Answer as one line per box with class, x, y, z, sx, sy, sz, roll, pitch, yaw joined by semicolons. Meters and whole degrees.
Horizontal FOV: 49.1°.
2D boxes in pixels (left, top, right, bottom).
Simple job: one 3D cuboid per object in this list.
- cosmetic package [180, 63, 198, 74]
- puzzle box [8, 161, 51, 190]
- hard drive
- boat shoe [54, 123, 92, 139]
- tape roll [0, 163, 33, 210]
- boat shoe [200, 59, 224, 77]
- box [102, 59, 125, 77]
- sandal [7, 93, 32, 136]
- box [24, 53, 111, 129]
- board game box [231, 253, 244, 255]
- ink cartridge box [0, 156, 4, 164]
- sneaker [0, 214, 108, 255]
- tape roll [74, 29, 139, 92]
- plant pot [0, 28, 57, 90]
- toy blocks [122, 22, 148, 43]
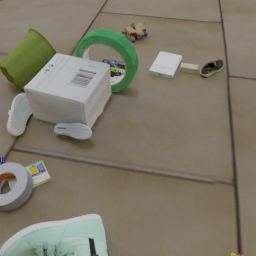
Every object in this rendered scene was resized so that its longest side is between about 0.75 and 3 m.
cosmetic package;3.145;-3.077;14.460;0.875;0.320;0.453;12;48;10
puzzle box;-3.541;1.779;9.988;1.359;0.173;0.904;-23;50;-20
hard drive;1.997;-3.342;14.748;1.254;0.250;1.901;17;49;15
boat shoe;-2.091;0.129;11.079;1.691;0.600;0.610;10;77;25
tape roll;-4.021;1.941;9.413;1.533;0.506;1.533;-3;57;5
boat shoe;4.383;-3.162;14.373;0.624;0.553;1.705;36;56;29
box;-0.708;-2.850;14.203;1.610;0.383;1.555;11;45;11
sandal;-4.665;-0.613;11.920;0.578;0.957;2.353;-30;35;30
box;-2.425;-1.570;12.044;2.705;1.768;2.691;14;48;13
board game box;3.146;3.981;7.972;0.388;0.122;0.812;10;45;9
ink cartridge box;-5.346;1.481;10.227;1.523;0.283;0.721;-17;49;-18
sneaker;-1.966;3.525;7.659;2.935;1.080;1.731;-12;42;-14
tape roll;-0.981;-2.950;12.578;2.857;2.857;0.687;12;45;11
plant pot;-4.760;-3.059;13.373;2.410;2.410;2.289;34;68;28
toy blocks;0.567;-5.672;16.726;1.540;0.770;1.053;-24;62;-20
